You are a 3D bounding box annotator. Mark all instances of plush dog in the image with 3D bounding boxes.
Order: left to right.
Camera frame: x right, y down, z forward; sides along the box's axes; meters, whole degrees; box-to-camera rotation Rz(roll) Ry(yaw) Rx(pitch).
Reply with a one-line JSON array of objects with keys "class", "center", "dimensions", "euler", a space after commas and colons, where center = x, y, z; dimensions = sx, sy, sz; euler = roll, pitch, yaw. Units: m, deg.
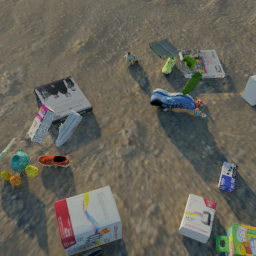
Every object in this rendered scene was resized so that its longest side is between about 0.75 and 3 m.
[{"class": "plush dog", "center": [0.231, -3.683, 14.771], "dimensions": [0.686, 0.641, 0.799], "euler": [10, 44, -23]}]

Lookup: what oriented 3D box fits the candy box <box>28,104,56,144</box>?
[{"class": "candy box", "center": [-2.620, -0.130, 8.493], "dimensions": [1.052, 0.321, 0.717], "euler": [-62, 34, 4]}]

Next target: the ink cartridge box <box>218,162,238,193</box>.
[{"class": "ink cartridge box", "center": [3.597, 1.750, 10.044], "dimensions": [0.508, 0.239, 1.080], "euler": [16, 50, 15]}]

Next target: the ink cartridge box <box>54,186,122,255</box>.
[{"class": "ink cartridge box", "center": [-1.163, 2.780, 8.419], "dimensions": [1.737, 1.262, 1.257], "euler": [-15, 50, -13]}]

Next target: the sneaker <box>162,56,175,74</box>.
[{"class": "sneaker", "center": [2.091, -3.253, 14.361], "dimensions": [0.508, 0.515, 1.348], "euler": [15, 50, 11]}]

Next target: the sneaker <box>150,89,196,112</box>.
[{"class": "sneaker", "center": [1.933, -1.030, 12.246], "dimensions": [2.111, 0.829, 0.941], "euler": [14, 58, 26]}]

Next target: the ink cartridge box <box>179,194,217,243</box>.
[{"class": "ink cartridge box", "center": [2.222, 2.840, 8.874], "dimensions": [0.906, 0.526, 1.227], "euler": [16, 48, 14]}]

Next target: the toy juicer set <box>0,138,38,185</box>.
[{"class": "toy juicer set", "center": [-4.170, 1.359, 10.306], "dimensions": [1.162, 0.497, 1.827], "euler": [-40, 61, -9]}]

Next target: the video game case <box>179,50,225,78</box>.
[{"class": "video game case", "center": [3.814, -3.368, 14.652], "dimensions": [1.980, 0.250, 2.173], "euler": [-1, 49, -1]}]

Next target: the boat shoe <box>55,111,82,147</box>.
[{"class": "boat shoe", "center": [-1.318, 0.014, 5.930], "dimensions": [0.279, 0.848, 0.305], "euler": [39, 17, 6]}]

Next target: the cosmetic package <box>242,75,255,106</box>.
[{"class": "cosmetic package", "center": [5.971, -1.805, 12.593], "dimensions": [1.195, 1.191, 0.735], "euler": [-21, 52, -18]}]

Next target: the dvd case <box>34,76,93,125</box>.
[{"class": "dvd case", "center": [-2.983, -1.322, 12.759], "dimensions": [1.905, 0.313, 2.535], "euler": [-23, 52, -19]}]

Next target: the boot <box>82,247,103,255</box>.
[{"class": "boot", "center": [-1.098, 4.260, 7.505], "dimensions": [1.778, 0.650, 1.338], "euler": [-36, 56, -24]}]

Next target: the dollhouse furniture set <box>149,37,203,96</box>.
[{"class": "dollhouse furniture set", "center": [1.610, -2.206, 9.934], "dimensions": [2.114, 0.816, 1.056], "euler": [45, 50, 14]}]

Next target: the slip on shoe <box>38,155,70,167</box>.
[{"class": "slip on shoe", "center": [-2.785, 1.183, 10.471], "dimensions": [1.215, 0.372, 0.450], "euler": [5, 50, 7]}]

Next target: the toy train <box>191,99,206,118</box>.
[{"class": "toy train", "center": [3.110, -0.939, 12.427], "dimensions": [0.800, 0.296, 1.065], "euler": [0, 48, 0]}]

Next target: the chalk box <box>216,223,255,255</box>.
[{"class": "chalk box", "center": [3.336, 3.423, 8.072], "dimensions": [1.506, 0.934, 0.940], "euler": [7, 48, 6]}]
